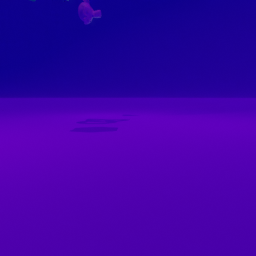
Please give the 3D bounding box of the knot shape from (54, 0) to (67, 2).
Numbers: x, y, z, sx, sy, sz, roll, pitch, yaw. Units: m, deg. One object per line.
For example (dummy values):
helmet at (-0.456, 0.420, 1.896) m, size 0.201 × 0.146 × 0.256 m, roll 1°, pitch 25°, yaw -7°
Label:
knot shape at (-2.431, -3.916, 7.374) m, size 1.802 × 0.832 × 1.686 m, roll 16°, pitch 26°, yaw 6°

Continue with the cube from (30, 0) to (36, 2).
cube at (-2.121, -3.102, 5.480) m, size 0.761 × 0.761 × 0.761 m, roll 9°, pitch 43°, yaw -26°

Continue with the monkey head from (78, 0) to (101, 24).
monkey head at (-1.403, -4.202, 10.173) m, size 0.779 × 1.083 × 0.652 m, roll -12°, pitch 48°, yaw -13°
